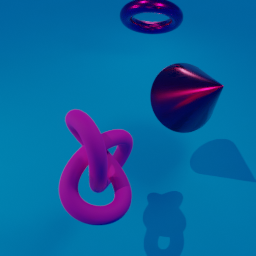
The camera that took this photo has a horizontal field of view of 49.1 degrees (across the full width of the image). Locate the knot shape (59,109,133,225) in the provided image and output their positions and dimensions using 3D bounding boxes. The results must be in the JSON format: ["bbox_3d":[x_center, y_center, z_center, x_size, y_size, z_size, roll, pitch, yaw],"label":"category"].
[{"bbox_3d":[-0.438,0.600,4.891,0.872,1.766,1.888,-13,85,21],"label":"knot shape"}]

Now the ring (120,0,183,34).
[{"bbox_3d":[0.668,-3.177,8.070,1.823,1.823,0.365,4,87,4],"label":"ring"}]

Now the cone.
[{"bbox_3d":[1.428,-0.692,5.515,1.571,1.576,1.571,0,89,-14],"label":"cone"}]
